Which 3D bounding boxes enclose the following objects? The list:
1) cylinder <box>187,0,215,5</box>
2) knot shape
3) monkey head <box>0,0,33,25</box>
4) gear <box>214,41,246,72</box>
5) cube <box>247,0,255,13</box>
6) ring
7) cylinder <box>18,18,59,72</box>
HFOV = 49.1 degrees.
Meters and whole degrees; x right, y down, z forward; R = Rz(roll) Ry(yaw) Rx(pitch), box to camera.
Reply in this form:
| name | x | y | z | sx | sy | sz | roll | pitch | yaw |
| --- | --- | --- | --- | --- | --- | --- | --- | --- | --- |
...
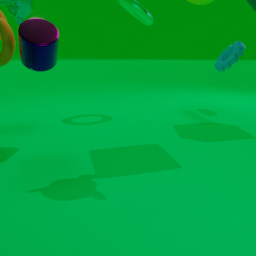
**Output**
| name | x | y | z | sx | sy | sz | roll | pitch | yaw |
| --- | --- | --- | --- | --- | --- | --- | --- | --- | --- |
| cylinder | 1.699 | -3.281 | 5.367 | 1.359 | 1.359 | 1.359 | -5 | 5 | -17 |
| knot shape | -3.006 | -1.916 | 5.860 | 1.467 | 1.568 | 0.725 | 29 | -17 | 7 |
| monkey head | -2.914 | -3.232 | 7.142 | 0.880 | 1.223 | 0.737 | 10 | 22 | 2 |
| gear | 3.439 | -2.419 | 9.497 | 0.212 | 1.146 | 1.146 | 36 | 8 | -14 |
| cube | 3.755 | -3.862 | 7.223 | 1.265 | 1.265 | 1.265 | -41 | 15 | 16 |
| ring | 0.196 | -3.622 | 8.493 | 1.415 | 0.283 | 1.415 | 36 | 13 | -9 |
| cylinder | -1.737 | -1.608 | 5.462 | 0.730 | 0.730 | 0.730 | 8 | 57 | -13 |
